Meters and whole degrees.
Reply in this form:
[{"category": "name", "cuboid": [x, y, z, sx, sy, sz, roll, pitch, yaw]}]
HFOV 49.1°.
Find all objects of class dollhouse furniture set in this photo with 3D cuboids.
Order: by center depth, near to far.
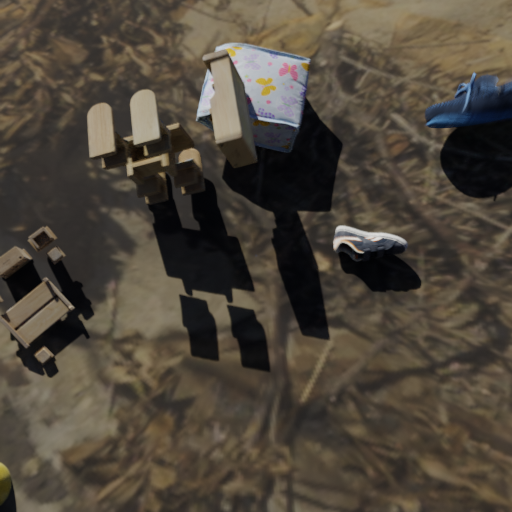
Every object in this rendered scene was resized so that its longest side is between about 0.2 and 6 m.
[{"category": "dollhouse furniture set", "cuboid": [-1.466, -2.366, 10.242, 2.594, 2.273, 1.723, -13, 72, 11]}, {"category": "dollhouse furniture set", "cuboid": [-3.932, 0.719, 10.452, 1.659, 0.950, 1.945, -41, 98, -13]}]

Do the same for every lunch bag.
[{"category": "lunch bag", "cuboid": [-0.074, -3.265, 11.486, 2.058, 1.308, 1.745, 11, 71, -6]}]

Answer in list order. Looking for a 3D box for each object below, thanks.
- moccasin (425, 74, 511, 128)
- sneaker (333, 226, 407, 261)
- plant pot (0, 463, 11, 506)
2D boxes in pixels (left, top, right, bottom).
[{"category": "moccasin", "cuboid": [4.682, -3.240, 11.567, 2.775, 1.117, 0.946, -13, 96, -18]}, {"category": "sneaker", "cuboid": [2.143, -0.144, 10.656, 1.380, 0.541, 0.548, 11, 62, 17]}, {"category": "plant pot", "cuboid": [-4.492, 3.759, 9.116, 0.797, 0.566, 0.797, 0, 69, -1]}]
